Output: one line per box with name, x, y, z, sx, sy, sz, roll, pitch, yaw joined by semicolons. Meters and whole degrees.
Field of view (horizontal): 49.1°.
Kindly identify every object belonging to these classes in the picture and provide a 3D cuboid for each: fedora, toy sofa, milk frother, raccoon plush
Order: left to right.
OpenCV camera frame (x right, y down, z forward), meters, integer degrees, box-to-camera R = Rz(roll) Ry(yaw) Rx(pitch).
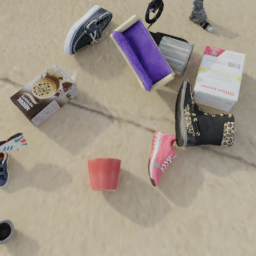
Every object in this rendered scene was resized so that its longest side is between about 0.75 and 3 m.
fedora;-3.940;3.327;8.961;0.798;0.360;0.706;-37;69;-8
toy sofa;0.595;-2.731;10.451;1.113;1.312;2.688;-30;96;23
milk frother;1.566;-3.553;11.028;2.163;2.300;2.076;20;63;8
raccoon plush;3.373;-5.115;12.425;1.481;0.992;0.717;38;71;15

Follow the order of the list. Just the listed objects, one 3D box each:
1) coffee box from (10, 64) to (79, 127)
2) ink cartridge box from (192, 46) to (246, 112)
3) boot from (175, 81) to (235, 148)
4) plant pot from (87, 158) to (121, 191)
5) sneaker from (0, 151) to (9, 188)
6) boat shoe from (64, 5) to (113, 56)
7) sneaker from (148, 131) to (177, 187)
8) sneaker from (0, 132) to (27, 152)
coffee box;-3.162;-1.252;10.745;1.239;0.875;2.193;42;72;17
ink cartridge box;3.528;-1.946;11.024;1.617;0.929;2.228;17;67;7
boot;2.794;-0.463;10.352;1.991;0.968;2.645;6;62;0
plant pot;-0.802;1.586;9.412;1.158;1.158;1.025;-1;76;0
sneaker;-4.461;1.394;9.756;0.517;0.524;1.319;-7;67;-5
boat shoe;-1.621;-4.103;12.016;0.986;1.043;2.908;25;61;12
sneaker;1.218;1.037;9.693;0.873;0.742;2.013;4;65;17
sneaker;-4.108;0.682;9.684;1.276;0.596;0.449;-28;28;-7
